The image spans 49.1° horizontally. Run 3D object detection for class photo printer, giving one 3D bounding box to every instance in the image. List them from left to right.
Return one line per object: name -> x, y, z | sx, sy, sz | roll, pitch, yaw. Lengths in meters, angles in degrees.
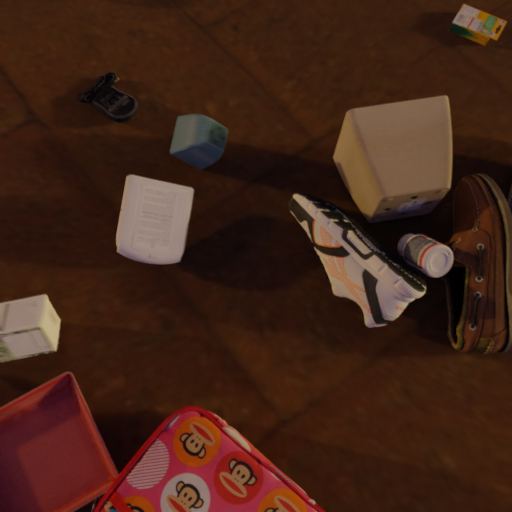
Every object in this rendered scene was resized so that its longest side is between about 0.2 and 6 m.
photo printer -> -1.661, -0.546, 9.145 | 1.126, 0.470, 1.353 | 10, 83, -17

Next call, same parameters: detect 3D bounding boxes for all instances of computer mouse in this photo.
computer mouse -> -2.654, -2.864, 10.503 | 0.896, 0.341, 1.294 | -42, 62, -16

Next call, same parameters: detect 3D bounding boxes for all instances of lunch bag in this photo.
lunch bag -> -0.626, 3.690, 7.285 | 2.871, 1.176, 2.529 | 37, 76, 15

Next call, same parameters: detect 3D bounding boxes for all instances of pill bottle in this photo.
pill bottle -> 2.597, -0.043, 8.722 | 0.520, 0.869, 0.520 | -6, 110, -17

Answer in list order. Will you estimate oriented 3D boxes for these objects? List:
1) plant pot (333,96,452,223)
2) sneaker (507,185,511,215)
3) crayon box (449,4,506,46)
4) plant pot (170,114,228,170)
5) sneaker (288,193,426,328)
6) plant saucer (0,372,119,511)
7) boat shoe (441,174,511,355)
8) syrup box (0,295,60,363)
plant pot -> 2.309, -1.459, 9.224 | 1.639, 1.638, 1.451 | -8, 72, -3
sneaker -> 4.990, -0.898, 9.209 | 1.504, 1.072, 3.033 | 19, 64, 13
crayon box -> 4.455, -4.621, 11.269 | 0.940, 0.242, 0.591 | 29, 70, 12
plant pot -> -0.916, -2.008, 9.670 | 0.751, 0.738, 0.736 | -4, 70, 44
sneaker -> 1.328, 0.008, 8.898 | 2.745, 1.012, 1.098 | 49, 118, 32
plant saucer -> -3.096, 2.898, 8.010 | 1.829, 0.336, 1.826 | -29, 70, -11
boat shoe -> 3.394, 0.039, 8.818 | 1.021, 1.080, 3.003 | -1, 67, -2
syrup box -> -3.912, 1.168, 8.429 | 1.671, 0.658, 0.680 | -10, 45, -2
